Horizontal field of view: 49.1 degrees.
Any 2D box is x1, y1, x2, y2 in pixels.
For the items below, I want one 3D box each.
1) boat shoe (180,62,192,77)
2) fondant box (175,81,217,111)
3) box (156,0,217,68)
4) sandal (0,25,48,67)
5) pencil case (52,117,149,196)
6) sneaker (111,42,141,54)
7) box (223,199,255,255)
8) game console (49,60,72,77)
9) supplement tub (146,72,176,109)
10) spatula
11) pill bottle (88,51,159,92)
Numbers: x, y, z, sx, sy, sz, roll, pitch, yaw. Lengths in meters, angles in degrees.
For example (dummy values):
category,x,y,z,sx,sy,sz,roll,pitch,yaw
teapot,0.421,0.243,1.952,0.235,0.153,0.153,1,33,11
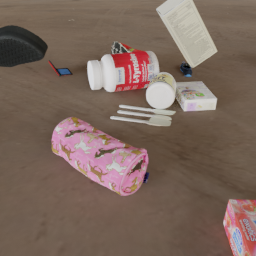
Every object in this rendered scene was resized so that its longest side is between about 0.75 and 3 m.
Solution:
category,x,y,z,sx,sy,sz,roll,pitch,yaw
boat shoe,2.789,-2.821,13.086,0.562,0.458,1.335,-4,31,-6
fondant box,2.429,-1.210,10.416,1.167,0.471,1.617,-3,30,-5
box,1.581,-2.594,7.460,0.844,1.777,0.691,-32,36,13
sandal,-2.818,-1.901,6.253,3.000,1.128,0.718,7,74,35
pencil case,-0.740,0.597,6.833,2.650,1.097,1.147,23,19,34
sneaker,0.261,-3.346,13.370,1.174,1.064,2.764,-18,43,-40
box,2.259,2.006,4.884,0.746,0.688,1.454,1,31,2
game console,-3.136,-2.801,12.976,0.587,0.852,0.988,-36,39,-6
supplement tub,1.234,-1.403,10.194,1.008,1.008,1.390,6,31,10
spatula,0.503,-0.452,9.409,2.022,0.162,1.406,9,30,14
pill bottle,-0.208,-2.219,11.110,2.615,1.468,1.468,-10,33,-16
